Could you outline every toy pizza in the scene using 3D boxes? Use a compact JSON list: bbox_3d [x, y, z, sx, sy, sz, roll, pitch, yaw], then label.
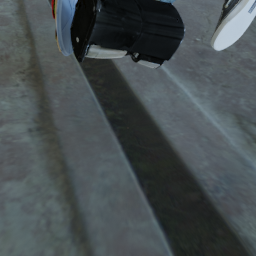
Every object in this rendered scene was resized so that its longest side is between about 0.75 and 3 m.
[{"bbox_3d":[-1.938,-3.667,8.891,0.425,2.682,2.682,9,42,1],"label":"toy pizza"}]

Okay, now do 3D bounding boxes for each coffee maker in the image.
[{"bbox_3d":[0.117,-2.698,7.311,2.646,2.542,1.782,-2,81,-29],"label":"coffee maker"}]

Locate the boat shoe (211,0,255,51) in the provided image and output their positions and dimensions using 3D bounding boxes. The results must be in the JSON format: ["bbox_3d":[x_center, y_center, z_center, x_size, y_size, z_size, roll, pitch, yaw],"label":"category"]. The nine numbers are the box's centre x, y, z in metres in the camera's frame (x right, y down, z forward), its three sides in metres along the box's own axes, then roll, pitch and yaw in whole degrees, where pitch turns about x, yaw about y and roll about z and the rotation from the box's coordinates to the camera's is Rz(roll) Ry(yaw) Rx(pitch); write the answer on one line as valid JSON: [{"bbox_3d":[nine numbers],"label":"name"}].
[{"bbox_3d":[3.016,-3.333,7.771,0.858,2.391,0.811,9,33,-40],"label":"boat shoe"}]

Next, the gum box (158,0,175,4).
[{"bbox_3d":[1.602,-4.951,9.401,0.377,1.692,1.438,21,68,-27],"label":"gum box"}]
